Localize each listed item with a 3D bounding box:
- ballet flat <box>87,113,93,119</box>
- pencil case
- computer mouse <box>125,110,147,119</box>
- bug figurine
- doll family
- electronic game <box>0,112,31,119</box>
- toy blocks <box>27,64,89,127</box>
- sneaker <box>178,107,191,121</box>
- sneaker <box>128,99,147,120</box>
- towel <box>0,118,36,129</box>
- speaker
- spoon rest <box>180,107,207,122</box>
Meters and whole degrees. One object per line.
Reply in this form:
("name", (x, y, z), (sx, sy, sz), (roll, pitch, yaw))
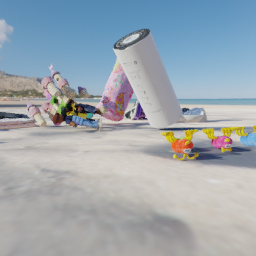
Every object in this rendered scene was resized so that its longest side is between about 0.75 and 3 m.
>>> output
("ballet flat", (-2.576, -0.706, 15.113), (1.473, 0.501, 0.504), (0, -3, 1))
("pencil case", (-0.315, -1.755, 11.588), (1.285, 2.938, 1.285), (17, -19, 6))
("computer mouse", (0.991, -0.731, 15.432), (2.788, 0.475, 0.817), (4, 5, 35))
("bug figurine", (1.293, 0.214, 4.443), (1.622, 0.417, 1.258), (-5, -1, -5))
("doll family", (-1.547, -0.430, 8.867), (1.398, 0.949, 2.419), (14, -1, -10))
("electronic game", (-5.457, -0.490, 12.480), (2.126, 0.442, 2.126), (7, 1, 0))
("toy blocks", (-2.637, -1.180, 10.326), (1.890, 1.766, 1.591), (-7, 47, -51))
("sneaker", (2.304, -0.630, 13.383), (1.763, 0.657, 0.768), (-1, 0, -23))
("sneaker", (0.869, -0.968, 14.828), (1.099, 1.062, 2.634), (31, 26, 10))
("towel", (-4.528, -0.184, 9.901), (1.862, 0.300, 1.778), (2, 5, 34))
("speaker", (0.646, -1.341, 8.180), (1.130, 2.783, 1.130), (-21, 31, 14))
("spoon rest", (3.114, -0.629, 13.006), (1.104, 0.674, 2.222), (3, 5, 32))
